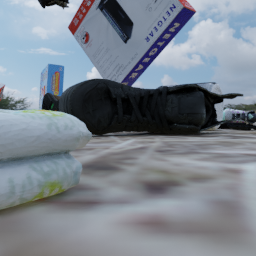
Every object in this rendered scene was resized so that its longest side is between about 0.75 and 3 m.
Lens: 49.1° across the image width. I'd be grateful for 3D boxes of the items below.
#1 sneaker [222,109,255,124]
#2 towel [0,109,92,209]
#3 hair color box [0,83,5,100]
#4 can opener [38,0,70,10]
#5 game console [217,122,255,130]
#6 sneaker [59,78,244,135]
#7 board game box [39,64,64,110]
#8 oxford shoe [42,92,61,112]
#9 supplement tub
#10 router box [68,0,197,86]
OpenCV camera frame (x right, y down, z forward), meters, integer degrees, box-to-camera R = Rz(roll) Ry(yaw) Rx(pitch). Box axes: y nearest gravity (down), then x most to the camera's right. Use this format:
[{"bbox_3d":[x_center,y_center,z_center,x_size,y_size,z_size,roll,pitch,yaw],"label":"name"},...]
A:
[{"bbox_3d":[4.725,-0.480,11.424,1.692,0.658,1.184,-2,2,-36],"label":"sneaker"},{"bbox_3d":[-1.044,0.076,0.924,1.259,0.354,1.470,1,2,39],"label":"towel"},{"bbox_3d":[-5.009,-1.013,8.907,1.264,0.728,2.279,23,25,-11],"label":"hair color box"},{"bbox_3d":[-1.586,-3.307,6.430,0.814,1.010,2.569,-4,27,0],"label":"can opener"},{"bbox_3d":[2.604,-0.056,6.706,0.857,0.175,1.452,-1,3,-15],"label":"game console"},{"bbox_3d":[0.548,-0.342,4.531,1.559,0.898,2.989,-4,-5,43],"label":"sneaker"},{"bbox_3d":[-3.832,-1.581,13.780,0.749,2.680,2.624,3,1,-24],"label":"board game box"},{"bbox_3d":[-1.823,-0.457,8.292,1.127,0.970,2.670,2,13,-37],"label":"oxford shoe"},{"bbox_3d":[1.244,-0.495,6.572,1.742,1.067,1.067,1,2,35],"label":"supplement tub"},{"bbox_3d":[-0.091,-2.975,7.712,0.731,2.684,2.990,-14,-26,-51],"label":"router box"}]
